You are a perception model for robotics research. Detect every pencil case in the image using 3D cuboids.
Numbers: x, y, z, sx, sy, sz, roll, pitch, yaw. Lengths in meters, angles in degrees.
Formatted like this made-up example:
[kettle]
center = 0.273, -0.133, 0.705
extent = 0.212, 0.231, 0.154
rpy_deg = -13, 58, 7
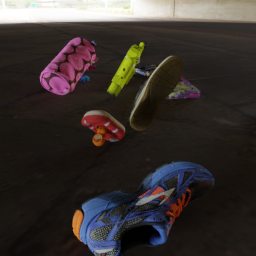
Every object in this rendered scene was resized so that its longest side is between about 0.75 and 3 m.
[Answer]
[pencil case]
center = -2.100, -2.300, 10.406
extent = 1.230, 1.269, 2.709
rpy_deg = -31, 25, 41

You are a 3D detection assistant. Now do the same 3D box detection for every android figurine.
[android figurine]
center = -0.033, -1.936, 9.306
extent = 0.404, 1.969, 1.792
rpy_deg = 32, 1, 0

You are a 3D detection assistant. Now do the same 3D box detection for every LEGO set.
[LEGO set]
center = -2.228, -2.184, 11.394
extent = 1.720, 0.656, 0.706
rpy_deg = -18, 38, -29

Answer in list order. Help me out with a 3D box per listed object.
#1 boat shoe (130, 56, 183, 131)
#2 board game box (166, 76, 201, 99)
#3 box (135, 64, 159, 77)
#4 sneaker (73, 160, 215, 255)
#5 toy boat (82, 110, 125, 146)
[boat shoe]
center = 0.615, -0.946, 7.187
extent = 0.763, 2.084, 0.675
rpy_deg = 28, 13, -27
[board game box]
center = 1.753, -1.547, 10.473
extent = 1.215, 0.327, 2.024
rpy_deg = -7, 26, -6
[box]
center = 1.120, -2.634, 12.811
extent = 1.189, 0.295, 1.180
rpy_deg = -15, 28, -29
[sneaker]
center = 0.402, 1.219, 4.007
extent = 2.254, 0.849, 0.884
rpy_deg = -22, 39, -22
[toy boat]
center = -0.569, 0.081, 6.009
extent = 0.652, 0.998, 0.653
rpy_deg = -13, 48, 43
